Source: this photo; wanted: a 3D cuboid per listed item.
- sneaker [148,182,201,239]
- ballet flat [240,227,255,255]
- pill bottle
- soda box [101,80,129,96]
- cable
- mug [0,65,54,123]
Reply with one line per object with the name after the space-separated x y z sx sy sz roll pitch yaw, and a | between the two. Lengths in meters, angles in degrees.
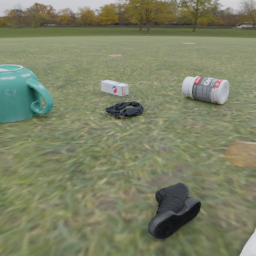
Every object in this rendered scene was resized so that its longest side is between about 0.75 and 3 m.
0.680 1.334 4.753 1.413 0.424 0.737 -13 25 -39 | sneaker
1.788 1.751 2.964 1.025 1.019 2.997 -5 21 6 | ballet flat
3.050 -1.541 11.121 1.648 0.938 0.938 17 28 37 | pill bottle
-0.593 -1.757 12.272 1.352 0.460 0.430 20 29 40 | soda box
-0.106 -0.642 9.800 1.110 0.346 1.360 13 27 41 | cable
-3.894 -1.284 9.588 2.567 1.587 2.110 -5 23 -13 | mug
